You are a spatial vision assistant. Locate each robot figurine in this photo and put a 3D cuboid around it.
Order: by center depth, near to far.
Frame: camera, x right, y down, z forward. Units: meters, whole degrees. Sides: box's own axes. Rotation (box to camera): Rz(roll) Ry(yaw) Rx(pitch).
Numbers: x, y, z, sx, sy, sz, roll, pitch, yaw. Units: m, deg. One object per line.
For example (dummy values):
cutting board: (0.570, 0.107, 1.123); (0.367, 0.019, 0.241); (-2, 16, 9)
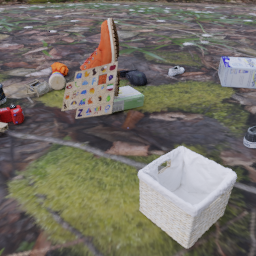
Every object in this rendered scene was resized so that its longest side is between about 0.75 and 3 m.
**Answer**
robot figurine: (-3.571, -3.079, 14.632); (0.767, 0.622, 1.066); (-32, 42, -34)

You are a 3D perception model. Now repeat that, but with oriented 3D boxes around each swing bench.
swing bench: (-4.043, -1.786, 12.519); (0.777, 0.504, 0.773); (14, 32, 22)

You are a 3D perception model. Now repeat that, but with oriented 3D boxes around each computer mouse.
computer mouse: (0.297, -2.647, 13.992); (1.332, 0.507, 1.924); (-11, 32, -20)

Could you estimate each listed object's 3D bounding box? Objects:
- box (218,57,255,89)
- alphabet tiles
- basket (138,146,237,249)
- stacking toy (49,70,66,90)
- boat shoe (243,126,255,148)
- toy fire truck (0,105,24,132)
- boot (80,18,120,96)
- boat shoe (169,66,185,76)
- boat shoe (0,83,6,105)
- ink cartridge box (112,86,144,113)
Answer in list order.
box: (5.517, -2.723, 13.624); (1.915, 1.005, 1.762); (6, 31, 8)
alphabet tiles: (-1.210, -1.085, 8.521); (2.000, 0.075, 1.671); (-6, 68, 32)
basket: (1.261, 1.448, 6.173); (1.547, 1.255, 1.561); (-25, 37, -36)
stacking toy: (-3.406, -2.431, 13.475); (0.749, 0.749, 1.756); (-7, 27, -12)
boat shoe: (4.577, 0.057, 9.162); (1.946, 0.665, 0.719); (-13, 32, -21)
toy fire truck: (-4.576, -0.134, 9.651); (2.091, 0.510, 1.475); (-16, 34, -26)
boot: (-1.033, -2.535, 10.180); (1.490, 2.780, 1.043); (5, 22, 5)
boat shoe: (2.617, -3.078, 14.841); (0.442, 0.401, 1.202); (24, 38, 35)
boat shoe: (-5.529, -1.162, 11.149); (0.610, 0.783, 1.725); (5, 30, 8)
ink cartridge box: (-0.654, -1.406, 11.771); (1.681, 0.554, 2.311); (-15, 35, -30)
